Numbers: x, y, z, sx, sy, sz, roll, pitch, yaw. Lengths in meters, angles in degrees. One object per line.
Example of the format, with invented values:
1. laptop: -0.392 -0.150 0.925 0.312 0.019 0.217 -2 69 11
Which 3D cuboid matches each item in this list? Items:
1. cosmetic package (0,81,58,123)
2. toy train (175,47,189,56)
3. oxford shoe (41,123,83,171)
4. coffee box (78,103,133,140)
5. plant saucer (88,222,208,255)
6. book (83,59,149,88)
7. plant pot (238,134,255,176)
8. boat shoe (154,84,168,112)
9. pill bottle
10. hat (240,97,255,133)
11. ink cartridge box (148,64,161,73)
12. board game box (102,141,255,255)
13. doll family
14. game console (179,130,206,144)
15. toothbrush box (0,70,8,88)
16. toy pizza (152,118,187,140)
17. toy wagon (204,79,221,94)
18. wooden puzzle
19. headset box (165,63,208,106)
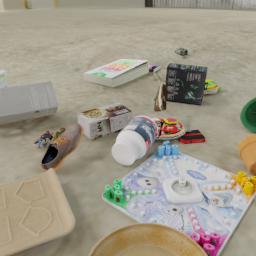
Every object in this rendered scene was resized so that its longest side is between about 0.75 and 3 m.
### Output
1. cosmetic package: -3.820 -0.856 9.826 2.465 1.112 1.317 -15 -2 -19
2. toy train: 3.558 -5.079 18.631 0.560 0.419 0.983 -27 38 -25
3. oxford shoe: -1.779 0.473 7.645 0.568 0.581 1.593 26 70 14
4. coffee box: -0.762 -0.259 9.614 1.656 0.661 0.936 -17 33 -28
5. plant saucer: 0.353 2.603 4.720 2.246 0.398 2.246 0 29 0
6. book: -0.576 -2.898 14.521 1.970 0.708 2.948 18 35 34
7. plant pot: 3.558 0.785 7.451 1.107 1.107 0.775 5 46 8
8. boat shoe: 1.051 -1.028 9.445 0.437 0.436 1.181 -18 40 31
9. pill bottle: 0.203 0.371 8.205 0.944 0.944 1.578 13 33 22
10. hat: 5.148 -0.209 10.004 1.869 1.645 1.548 -28 49 18
11. ink cartridge box: 1.426 -3.402 15.780 0.588 0.230 1.243 14 30 24
12. board game box: 1.334 1.450 6.840 2.869 0.371 2.870 22 36 34
13. doll family: -2.427 0.309 8.847 1.147 0.450 0.663 -6 34 -5
14. game console: 2.072 0.276 9.244 0.824 0.128 0.728 -4 25 -8
15. toothbrush box: -6.743 -1.727 11.810 2.591 1.115 1.886 8 30 12
16. toy pizza: 1.158 -0.061 9.551 1.674 0.265 1.674 -1 25 1
17. toy wagon: 3.373 -2.027 13.112 1.456 0.371 1.877 -5 29 -9
18. wooden puzzle: -2.430 1.896 5.952 2.242 0.519 2.076 -18 33 -20
19. headset box: 2.431 -1.815 11.592 1.681 1.464 0.780 10 30 17
